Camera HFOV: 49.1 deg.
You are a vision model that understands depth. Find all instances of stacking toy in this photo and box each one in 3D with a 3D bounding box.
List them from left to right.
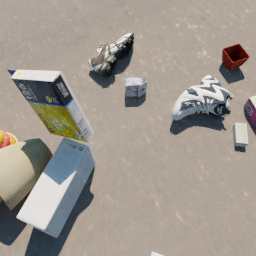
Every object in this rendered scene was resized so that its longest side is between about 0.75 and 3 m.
[{"bbox_3d":[-4.819,0.402,10.004,1.284,1.757,1.284,0,61,0],"label":"stacking toy"}]

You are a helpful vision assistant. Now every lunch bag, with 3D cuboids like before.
[{"bbox_3d":[0.337,-1.703,11.684,0.904,0.766,0.574,-2,59,-2],"label":"lunch bag"}]

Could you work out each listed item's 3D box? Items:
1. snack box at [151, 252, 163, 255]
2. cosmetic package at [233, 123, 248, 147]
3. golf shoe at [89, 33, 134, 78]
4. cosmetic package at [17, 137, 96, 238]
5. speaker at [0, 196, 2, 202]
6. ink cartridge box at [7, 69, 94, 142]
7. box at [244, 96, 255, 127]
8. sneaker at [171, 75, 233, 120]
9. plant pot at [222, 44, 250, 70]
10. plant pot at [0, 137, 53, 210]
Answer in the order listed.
[{"bbox_3d":[1.241,4.445,8.709,1.261,0.234,0.732,18,63,9],"label":"snack box"},{"bbox_3d":[4.370,0.261,10.894,0.456,0.322,0.881,7,63,4],"label":"cosmetic package"},{"bbox_3d":[-0.708,-3.494,12.512,1.242,1.022,2.630,31,65,15],"label":"golf shoe"},{"bbox_3d":[-2.238,1.958,9.325,1.032,1.469,2.896,18,63,14],"label":"cosmetic package"},{"bbox_3d":[-4.958,2.791,9.140,0.939,0.939,2.314,23,67,12],"label":"speaker"},{"bbox_3d":[-2.499,-0.690,8.693,2.423,2.394,0.569,8,50,32],"label":"ink cartridge box"},{"bbox_3d":[5.649,-0.719,11.208,1.418,0.686,1.247,-16,63,-7],"label":"box"},{"bbox_3d":[3.099,-0.874,11.065,2.642,1.054,1.719,-35,58,-28],"label":"sneaker"},{"bbox_3d":[4.670,-3.066,12.415,0.869,0.765,0.868,-19,64,-10],"label":"plant pot"},{"bbox_3d":[-3.708,1.318,9.575,1.988,1.988,2.123,39,59,19],"label":"plant pot"}]
